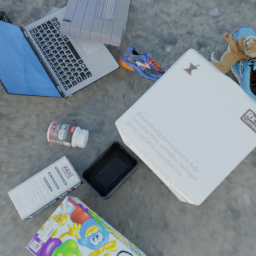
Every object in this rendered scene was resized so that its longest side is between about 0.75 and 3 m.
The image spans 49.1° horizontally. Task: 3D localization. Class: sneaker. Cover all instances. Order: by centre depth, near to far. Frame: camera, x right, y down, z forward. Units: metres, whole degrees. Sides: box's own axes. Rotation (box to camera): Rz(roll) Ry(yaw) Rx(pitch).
[{"bbox_3d":[3.621,-1.696,7.859,1.098,1.260,2.802,-4,73,-1],"label":"sneaker"},{"bbox_3d":[0.530,-1.806,7.995,1.733,0.653,0.680,29,111,16],"label":"sneaker"}]

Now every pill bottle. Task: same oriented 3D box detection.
[{"bbox_3d":[-1.626,0.196,7.650,1.004,0.572,0.572,12,73,3],"label":"pill bottle"}]

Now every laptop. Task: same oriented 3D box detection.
[{"bbox_3d":[-2.132,-2.308,7.431,2.885,1.672,2.701,-31,76,-9],"label":"laptop"}]

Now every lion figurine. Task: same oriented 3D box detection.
[{"bbox_3d":[2.834,-1.969,7.850,0.626,1.728,1.058,-10,61,-43],"label":"lion figurine"}]

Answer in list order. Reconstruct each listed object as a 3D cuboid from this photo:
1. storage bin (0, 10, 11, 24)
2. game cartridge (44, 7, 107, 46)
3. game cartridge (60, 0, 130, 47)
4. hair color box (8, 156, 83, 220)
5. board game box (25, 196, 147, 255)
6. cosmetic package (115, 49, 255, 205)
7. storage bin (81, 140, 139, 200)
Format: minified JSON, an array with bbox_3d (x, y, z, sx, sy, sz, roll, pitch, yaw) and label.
[{"bbox_3d":[-4.265,-3.329,8.800,0.926,0.434,0.626,8,73,3],"label":"storage bin"},{"bbox_3d":[-1.827,-2.759,8.648,2.232,0.456,1.486,35,72,10],"label":"game cartridge"},{"bbox_3d":[-0.878,-3.700,8.526,1.797,0.532,2.771,13,59,-10],"label":"game cartridge"},{"bbox_3d":[-2.104,1.548,7.263,1.675,0.507,0.838,-33,76,-9],"label":"hair color box"},{"bbox_3d":[-0.683,2.941,6.368,2.661,1.396,1.371,37,78,10],"label":"board game box"},{"bbox_3d":[1.331,0.162,6.448,2.220,2.691,2.218,-45,78,-6],"label":"cosmetic package"},{"bbox_3d":[-0.453,1.109,7.340,0.916,0.636,1.356,43,77,12],"label":"storage bin"}]
